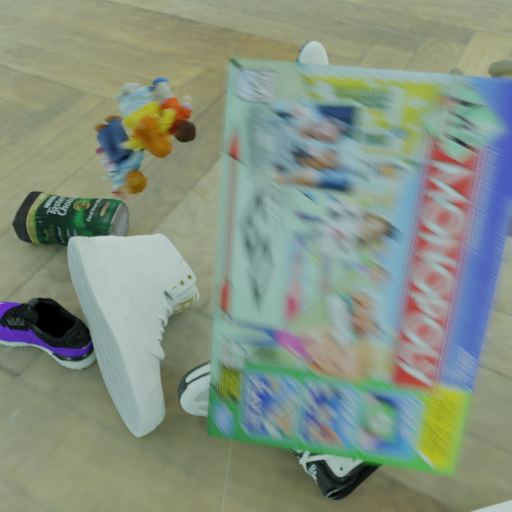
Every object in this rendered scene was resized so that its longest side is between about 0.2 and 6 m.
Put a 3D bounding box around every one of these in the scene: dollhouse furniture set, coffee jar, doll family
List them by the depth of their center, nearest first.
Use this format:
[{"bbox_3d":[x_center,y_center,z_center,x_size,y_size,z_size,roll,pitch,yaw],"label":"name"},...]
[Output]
[{"bbox_3d":[2.917,-1.341,7.447,2.322,1.627,1.636,10,72,55],"label":"dollhouse furniture set"},{"bbox_3d":[-1.695,-1.518,7.720,0.891,1.977,1.227,-1,55,-56],"label":"doll family"},{"bbox_3d":[-3.317,-0.619,10.058,1.886,0.805,0.984,6,48,6],"label":"coffee jar"}]

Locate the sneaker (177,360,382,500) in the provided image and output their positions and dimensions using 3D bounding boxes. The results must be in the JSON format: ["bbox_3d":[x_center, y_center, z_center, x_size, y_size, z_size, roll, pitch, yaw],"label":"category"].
[{"bbox_3d":[0.447,2.187,7.221,2.964,1.118,1.705,-1,45,-3],"label":"sneaker"}]

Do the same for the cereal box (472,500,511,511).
[{"bbox_3d":[2.515,4.128,5.269,2.396,0.658,3.330,-11,35,-10],"label":"cereal box"}]

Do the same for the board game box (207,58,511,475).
[{"bbox_3d":[0.976,0.198,5.819,2.756,4.096,0.596,7,18,8],"label":"board game box"}]

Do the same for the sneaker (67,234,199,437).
[{"bbox_3d":[-1.504,0.942,8.352,1.809,1.153,3.131,-8,63,-34],"label":"sneaker"}]

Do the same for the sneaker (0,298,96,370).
[{"bbox_3d":[-3.358,0.946,8.454,2.036,1.013,0.708,15,49,13],"label":"sneaker"}]

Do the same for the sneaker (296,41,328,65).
[{"bbox_3d":[0.989,-2.403,8.652,0.628,1.749,0.634,-25,35,-26],"label":"sneaker"}]
